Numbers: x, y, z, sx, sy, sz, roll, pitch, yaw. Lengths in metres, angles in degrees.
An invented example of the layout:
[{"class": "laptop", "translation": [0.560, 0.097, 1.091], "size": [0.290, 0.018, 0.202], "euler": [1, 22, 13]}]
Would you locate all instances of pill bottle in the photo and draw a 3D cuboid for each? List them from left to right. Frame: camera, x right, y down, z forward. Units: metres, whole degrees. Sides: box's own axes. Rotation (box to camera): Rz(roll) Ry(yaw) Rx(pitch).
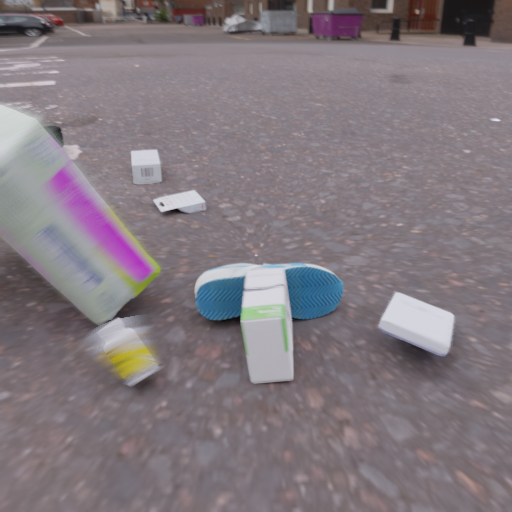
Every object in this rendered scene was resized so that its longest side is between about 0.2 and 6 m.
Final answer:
[{"class": "pill bottle", "translation": [-1.458, 1.068, 6.288], "size": [0.397, 0.713, 0.397], "euler": [-35, -1, 0]}]

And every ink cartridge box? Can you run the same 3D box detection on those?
[{"class": "ink cartridge box", "translation": [-1.571, -1.045, 11.498], "size": [0.926, 0.232, 0.751], "euler": [-17, 30, -17]}, {"class": "ink cartridge box", "translation": [0.149, 0.801, 6.750], "size": [0.508, 0.880, 1.209], "euler": [-6, 25, 6]}]

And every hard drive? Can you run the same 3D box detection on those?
[{"class": "hard drive", "translation": [2.009, 0.814, 6.939], "size": [0.800, 0.154, 1.213], "euler": [22, 19, 16]}]

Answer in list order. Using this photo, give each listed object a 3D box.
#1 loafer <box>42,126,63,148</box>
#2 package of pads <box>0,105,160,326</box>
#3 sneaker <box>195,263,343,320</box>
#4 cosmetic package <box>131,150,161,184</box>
[{"class": "loafer", "translation": [-5.877, -2.864, 14.523], "size": [0.933, 0.903, 2.658], "euler": [-2, 21, 4]}, {"class": "package of pads", "translation": [-3.172, -0.755, 7.858], "size": [1.230, 2.786, 3.606], "euler": [-46, 44, -16]}, {"class": "sneaker", "translation": [0.181, 0.410, 7.776], "size": [2.062, 0.789, 0.833], "euler": [1, 16, -9]}, {"class": "cosmetic package", "translation": [-2.648, -2.150, 13.442], "size": [0.674, 0.491, 1.327], "euler": [-5, 24, -10]}]
